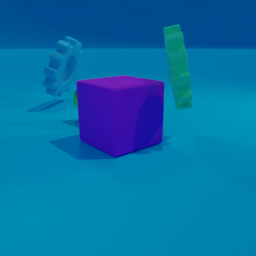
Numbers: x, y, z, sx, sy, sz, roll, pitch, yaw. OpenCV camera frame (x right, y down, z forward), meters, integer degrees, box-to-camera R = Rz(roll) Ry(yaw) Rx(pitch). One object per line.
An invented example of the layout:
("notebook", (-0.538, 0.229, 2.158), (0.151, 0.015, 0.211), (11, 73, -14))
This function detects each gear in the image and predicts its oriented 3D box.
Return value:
("gear", (-2.205, -2.076, 9.657), (0.376, 2.035, 2.035), (24, 21, 6))
("gear", (1.075, -1.289, 6.083), (0.325, 1.755, 1.755), (-10, 16, 8))

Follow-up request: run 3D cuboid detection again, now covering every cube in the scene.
("cube", (-0.169, -0.346, 6.124), (1.372, 1.372, 1.372), (-15, 23, -37))

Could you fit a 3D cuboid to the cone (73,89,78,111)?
("cone", (-0.879, -0.434, 7.452), (1.213, 1.213, 1.218), (-2, 36, -6))
